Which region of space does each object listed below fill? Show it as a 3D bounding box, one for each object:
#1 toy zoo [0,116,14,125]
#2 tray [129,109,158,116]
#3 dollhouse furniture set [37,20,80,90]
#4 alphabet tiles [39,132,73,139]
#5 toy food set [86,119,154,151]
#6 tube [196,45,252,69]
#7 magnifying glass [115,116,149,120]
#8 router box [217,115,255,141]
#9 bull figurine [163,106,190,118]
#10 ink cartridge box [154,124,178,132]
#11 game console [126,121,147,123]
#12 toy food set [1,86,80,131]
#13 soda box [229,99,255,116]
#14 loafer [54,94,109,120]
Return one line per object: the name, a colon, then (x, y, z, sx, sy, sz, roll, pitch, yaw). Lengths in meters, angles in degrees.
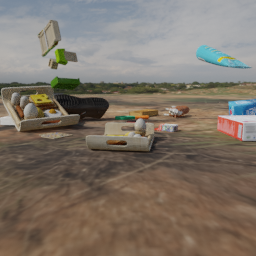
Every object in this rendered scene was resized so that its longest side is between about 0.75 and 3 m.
toy zoo: (-3.745, -0.378, 11.253, 1.902, 0.297, 2.899, 0, 8, 0)
tray: (0.801, -0.740, 13.838, 0.759, 0.285, 1.538, 5, 11, 34)
dollhouse furniture set: (-2.531, -2.710, 10.522, 0.944, 2.444, 1.222, -4, -15, -42)
alphabet tiles: (-2.185, 0.218, 8.275, 0.858, 0.032, 0.717, 6, 11, 35)
toy food set: (-0.100, 0.112, 7.031, 1.418, 0.597, 1.976, 1, 9, 9)
tube: (2.993, -2.241, 9.137, 0.838, 0.545, 2.164, -6, 28, -17)
magnifying glass: (0.170, -0.473, 12.469, 1.490, 0.167, 0.593, 1, 8, 1)
router box: (3.988, -0.032, 8.282, 2.076, 0.507, 1.863, 0, 9, -2)
bull figurine: (2.301, -0.800, 13.417, 0.959, 0.514, 1.580, 8, 12, 43)
ink cartridge box: (1.218, -0.023, 9.280, 0.786, 0.198, 0.428, 6, 10, 28)
game console: (0.290, -0.164, 10.610, 0.795, 0.123, 0.703, 1, 12, 9)
toy food set: (-3.212, -0.864, 10.098, 1.993, 0.839, 2.778, -9, 35, -33)
soda box: (5.077, -0.649, 10.283, 2.482, 0.796, 0.842, -6, 15, 8)
loafer: (-2.216, -0.752, 12.063, 2.785, 0.989, 1.017, 3, 36, -16)
